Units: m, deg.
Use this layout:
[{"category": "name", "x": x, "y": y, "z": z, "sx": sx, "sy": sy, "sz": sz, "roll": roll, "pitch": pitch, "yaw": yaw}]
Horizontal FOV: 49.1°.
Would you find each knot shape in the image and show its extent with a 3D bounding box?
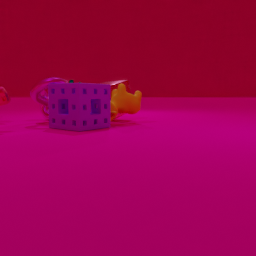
[{"category": "knot shape", "x": -2.363, "y": -0.814, "z": 9.024, "sx": 1.799, "sy": 0.888, "sz": 1.922, "roll": 0, "pitch": -39, "yaw": 46}]

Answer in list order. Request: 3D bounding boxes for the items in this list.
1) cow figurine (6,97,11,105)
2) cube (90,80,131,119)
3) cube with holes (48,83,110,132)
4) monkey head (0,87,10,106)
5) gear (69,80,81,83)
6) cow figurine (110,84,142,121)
[{"category": "cow figurine", "x": -4.732, "y": -0.732, "z": 8.805, "sx": 1.535, "sy": 1.560, "sz": 0.856, "roll": 31, "pitch": -16, "yaw": -26}, {"category": "cube", "x": -0.665, "y": -1.026, "z": 10.090, "sx": 1.153, "sy": 1.153, "sz": 1.153, "roll": 2, "pitch": 19, "yaw": 36}, {"category": "cube with holes", "x": -1.327, "y": -0.605, "z": 7.736, "sx": 1.202, "sy": 1.202, "sz": 1.202, "roll": 5, "pitch": 8, "yaw": 36}, {"category": "monkey head", "x": -3.705, "y": -0.795, "z": 6.950, "sx": 1.370, "sy": 1.904, "sz": 1.147, "roll": -22, "pitch": 45, "yaw": -13}, {"category": "gear", "x": -2.307, "y": -1.158, "z": 11.082, "sx": 1.568, "sy": 1.568, "sz": 0.290, "roll": 0, "pitch": -23, "yaw": -2}, {"category": "cow figurine", "x": -0.227, "y": -0.660, "z": 8.794, "sx": 1.429, "sy": 1.406, "sz": 0.784, "roll": 18, "pitch": -29, "yaw": -25}]
